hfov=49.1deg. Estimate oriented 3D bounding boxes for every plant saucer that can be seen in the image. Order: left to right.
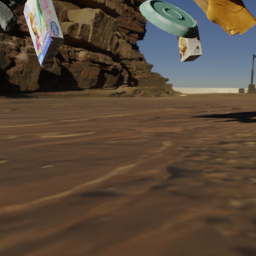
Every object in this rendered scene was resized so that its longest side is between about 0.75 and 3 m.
[{"bbox_3d":[1.467,-3.775,9.506,2.215,0.304,2.215,15,41,-14],"label":"plant saucer"}]

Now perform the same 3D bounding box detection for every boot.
[{"bbox_3d":[2.488,-3.024,6.634,1.575,0.774,2.200,39,1,-2],"label":"boot"}]

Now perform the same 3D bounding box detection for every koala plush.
[{"bbox_3d":[-2.747,-2.444,5.941,0.990,0.955,1.077,21,-24,-16],"label":"koala plush"}]

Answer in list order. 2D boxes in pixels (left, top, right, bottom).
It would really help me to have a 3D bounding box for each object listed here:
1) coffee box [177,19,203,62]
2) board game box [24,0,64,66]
[{"bbox_3d":[2.506,-3.598,11.564,0.601,1.505,0.851,-8,-4,-14],"label":"coffee box"},{"bbox_3d":[-2.460,-2.965,8.018,0.372,1.801,1.806,-17,-3,-28],"label":"board game box"}]
